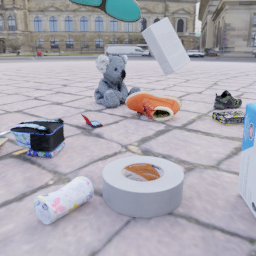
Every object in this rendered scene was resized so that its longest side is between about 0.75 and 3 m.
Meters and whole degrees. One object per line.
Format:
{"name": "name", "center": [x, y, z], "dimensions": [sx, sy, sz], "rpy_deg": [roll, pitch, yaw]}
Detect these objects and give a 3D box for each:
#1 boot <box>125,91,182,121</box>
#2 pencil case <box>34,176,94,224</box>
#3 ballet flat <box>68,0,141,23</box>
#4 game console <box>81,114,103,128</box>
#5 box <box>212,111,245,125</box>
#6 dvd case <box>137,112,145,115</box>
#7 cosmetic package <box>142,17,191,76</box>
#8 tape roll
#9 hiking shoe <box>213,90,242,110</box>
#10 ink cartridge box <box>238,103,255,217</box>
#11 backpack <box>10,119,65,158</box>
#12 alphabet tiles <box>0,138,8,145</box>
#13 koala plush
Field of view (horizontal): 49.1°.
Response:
{"name": "boot", "center": [0.959, -0.950, 12.589], "dimensions": [2.636, 0.989, 1.413], "rpy_deg": [6, 32, 23]}
{"name": "pencil case", "center": [-1.273, 1.426, 5.672], "dimensions": [0.563, 0.516, 1.242], "rpy_deg": [45, 36, 20]}
{"name": "ballet flat", "center": [-0.592, -3.236, 7.170], "dimensions": [1.990, 0.671, 0.621], "rpy_deg": [17, 20, -10]}
{"name": "game console", "center": [-1.476, -0.332, 11.463], "dimensions": [0.685, 0.472, 0.795], "rpy_deg": [-9, 20, -27]}
{"name": "box", "center": [4.508, -0.448, 12.083], "dimensions": [1.370, 0.338, 1.094], "rpy_deg": [-4, 19, -12]}
{"name": "dvd case", "center": [1.146, -0.751, 13.429], "dimensions": [1.200, 0.105, 0.856], "rpy_deg": [14, 22, 38]}
{"name": "cosmetic package", "center": [1.824, -3.856, 13.373], "dimensions": [1.201, 2.368, 0.844], "rpy_deg": [-35, 11, -23]}
{"name": "tape roll", "center": [0.324, 1.227, 6.229], "dimensions": [1.790, 0.591, 1.790], "rpy_deg": [1, 17, 0]}
{"name": "hiking shoe", "center": [5.210, -1.477, 14.383], "dimensions": [1.831, 0.922, 0.693], "rpy_deg": [-9, 20, -28]}
{"name": "ink cartridge box", "center": [2.984, 0.896, 4.661], "dimensions": [1.228, 2.127, 2.932], "rpy_deg": [0, 18, 2]}
{"name": "backpack", "center": [-2.803, 0.274, 8.644], "dimensions": [1.447, 0.973, 1.321], "rpy_deg": [3, 18, 6]}
{"name": "alphabet tiles", "center": [-4.985, 0.539, 8.884], "dimensions": [1.932, 0.073, 1.615], "rpy_deg": [-4, 8, -12]}
{"name": "koala plush", "center": [-0.807, -2.682, 15.318], "dimensions": [2.359, 2.660, 2.445], "rpy_deg": [-15, 22, -38]}
